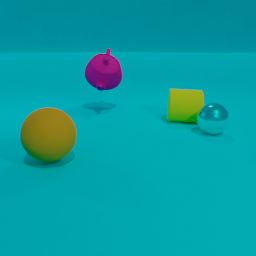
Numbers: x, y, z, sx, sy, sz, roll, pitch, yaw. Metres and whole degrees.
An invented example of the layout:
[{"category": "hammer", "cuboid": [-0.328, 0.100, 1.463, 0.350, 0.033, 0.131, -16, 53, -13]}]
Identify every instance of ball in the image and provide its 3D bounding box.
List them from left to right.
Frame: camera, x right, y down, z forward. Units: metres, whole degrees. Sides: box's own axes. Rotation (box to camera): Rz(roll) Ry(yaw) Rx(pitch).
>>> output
[{"category": "ball", "cuboid": [-1.432, 0.121, 5.074, 0.983, 0.983, 0.983, 0, 16, 0]}, {"category": "ball", "cuboid": [2.050, -0.221, 6.759, 0.766, 0.766, 0.766, 0, 16, 0]}]

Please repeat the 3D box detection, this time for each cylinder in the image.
[{"category": "cylinder", "cuboid": [1.580, -0.624, 7.815, 0.897, 0.897, 0.897, 4, 17, 4]}]

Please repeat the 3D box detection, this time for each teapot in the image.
[{"category": "teapot", "cuboid": [-0.768, -1.827, 9.005, 1.253, 0.986, 2.015, 12, 53, -7]}]
